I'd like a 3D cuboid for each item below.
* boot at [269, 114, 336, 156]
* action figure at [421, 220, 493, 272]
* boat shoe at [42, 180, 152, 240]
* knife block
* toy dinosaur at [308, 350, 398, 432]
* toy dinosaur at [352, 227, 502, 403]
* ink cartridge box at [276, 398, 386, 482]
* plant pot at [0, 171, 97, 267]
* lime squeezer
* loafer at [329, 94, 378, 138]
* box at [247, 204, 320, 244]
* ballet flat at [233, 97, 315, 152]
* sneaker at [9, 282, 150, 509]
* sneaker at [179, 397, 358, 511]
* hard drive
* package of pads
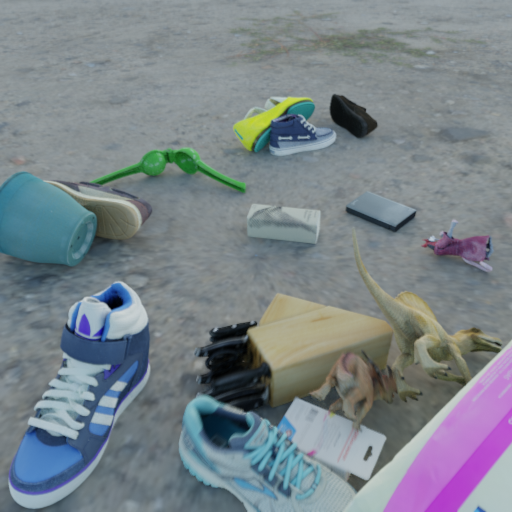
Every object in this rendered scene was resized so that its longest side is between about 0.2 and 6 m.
[{"bbox_3d":[1.213,-3.143,14.057,1.922,0.868,0.699,-20,40,-25],"label":"boot"},{"bbox_3d":[3.643,-0.127,10.220,1.235,0.827,0.920,0,76,19],"label":"action figure"},{"bbox_3d":[-3.300,-0.968,11.000,2.739,0.985,0.887,11,23,22],"label":"boat shoe"},{"bbox_3d":[0.443,1.521,7.565,2.407,0.770,2.113,14,39,17],"label":"knife block"},{"bbox_3d":[1.215,1.515,6.880,0.662,1.543,1.046,18,63,33],"label":"toy dinosaur"},{"bbox_3d":[2.116,1.032,7.479,3.121,0.908,1.578,31,41,-26],"label":"toy dinosaur"},{"bbox_3d":[0.868,2.300,6.767,1.211,0.411,0.697,18,39,23],"label":"ink cartridge box"},{"bbox_3d":[-3.717,-0.532,9.976,1.447,1.540,1.540,21,38,3],"label":"plant pot"},{"bbox_3d":[-2.018,-1.882,12.699,3.560,0.672,1.257,0,66,-1],"label":"lime squeezer"},{"bbox_3d":[2.633,-3.796,15.237,0.683,0.699,1.915,-11,46,-22],"label":"loafer"},{"bbox_3d":[0.533,-0.624,10.838,1.362,0.466,0.560,5,39,10],"label":"box"},{"bbox_3d":[0.452,-3.628,14.583,0.965,0.962,2.880,38,49,14],"label":"ballet flat"},{"bbox_3d":[-2.170,1.426,6.738,1.027,1.866,2.548,14,37,18],"label":"sneaker"},{"bbox_3d":[0.077,2.334,6.196,2.346,1.013,0.911,18,41,24],"label":"sneaker"},{"bbox_3d":[2.553,-0.922,11.510,1.183,0.195,0.826,27,44,33],"label":"hard drive"},{"bbox_3d":[3.256,2.590,5.502,4.087,1.394,3.157,-29,45,-35],"label":"package of pads"}]
